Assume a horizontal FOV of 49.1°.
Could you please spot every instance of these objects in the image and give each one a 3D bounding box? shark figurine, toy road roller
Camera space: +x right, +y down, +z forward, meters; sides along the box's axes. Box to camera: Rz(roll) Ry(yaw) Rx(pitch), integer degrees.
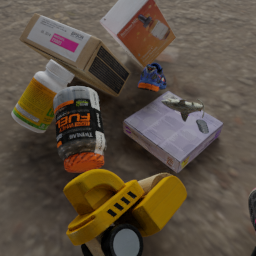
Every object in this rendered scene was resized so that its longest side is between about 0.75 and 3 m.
[{"bbox_3d":[1.442,-0.392,6.605,0.751,0.524,1.257,10,3,-39],"label":"shark figurine"},{"bbox_3d":[-0.172,1.375,5.362,2.260,1.389,1.650,-34,89,-36],"label":"toy road roller"}]

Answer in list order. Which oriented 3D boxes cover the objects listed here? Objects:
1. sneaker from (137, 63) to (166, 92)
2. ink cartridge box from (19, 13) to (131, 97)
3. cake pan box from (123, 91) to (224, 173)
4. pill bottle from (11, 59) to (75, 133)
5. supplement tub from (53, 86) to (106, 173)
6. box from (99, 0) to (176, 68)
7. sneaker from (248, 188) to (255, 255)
[{"bbox_3d":[0.843,-1.592,8.555,0.738,0.768,1.958,15,17,9],"label":"sneaker"},{"bbox_3d":[-1.535,-2.188,8.610,2.689,2.215,1.010,30,89,25],"label":"ink cartridge box"},{"bbox_3d":[1.199,-0.026,7.776,2.110,0.552,1.943,36,54,29],"label":"cake pan box"},{"bbox_3d":[-2.253,-0.878,7.628,1.022,1.022,1.841,38,97,30],"label":"pill bottle"},{"bbox_3d":[-1.180,0.047,6.899,1.173,1.173,1.915,-9,67,-8],"label":"supplement tub"},{"bbox_3d":[0.382,-3.292,9.390,1.589,2.087,1.110,-46,55,8],"label":"box"},{"bbox_3d":[2.739,2.101,5.085,0.932,1.105,2.526,-30,41,31],"label":"sneaker"}]
